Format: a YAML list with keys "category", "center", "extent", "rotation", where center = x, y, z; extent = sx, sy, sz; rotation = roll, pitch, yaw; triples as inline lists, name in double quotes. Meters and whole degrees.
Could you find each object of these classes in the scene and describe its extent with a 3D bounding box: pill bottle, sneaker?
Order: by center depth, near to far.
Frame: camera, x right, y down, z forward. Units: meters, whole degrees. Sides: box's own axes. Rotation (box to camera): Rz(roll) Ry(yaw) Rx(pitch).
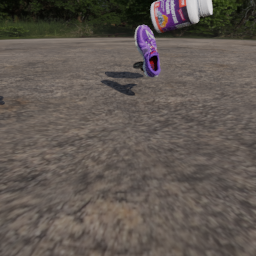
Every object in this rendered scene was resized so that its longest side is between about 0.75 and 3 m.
- category: "sneaker"
  center: [0.824, -2.756, 9.953]
  extent: [0.772, 1.914, 0.799]
  rotation: [-18, 4, -13]
- category: "pill bottle"
  center: [1.998, -4.380, 10.459]
  extent: [2.089, 1.164, 1.164]
  rotation: [-6, 17, 28]

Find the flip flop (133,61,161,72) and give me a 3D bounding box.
- category: "flip flop"
  center: [0.802, -2.470, 11.338]
  extent: [0.601, 0.427, 1.482]
  rotation: [14, 20, 37]
